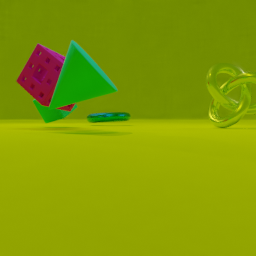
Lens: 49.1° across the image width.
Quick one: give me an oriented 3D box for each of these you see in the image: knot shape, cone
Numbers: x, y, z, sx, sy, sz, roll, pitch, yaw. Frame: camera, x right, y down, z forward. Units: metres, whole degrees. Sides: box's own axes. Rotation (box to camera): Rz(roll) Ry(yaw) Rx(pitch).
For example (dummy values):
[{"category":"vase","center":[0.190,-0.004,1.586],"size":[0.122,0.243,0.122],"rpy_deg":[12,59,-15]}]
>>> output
[{"category":"knot shape","center":[2.925,-0.884,7.314],"size":[1.681,1.796,0.830],"rpy_deg":[1,-2,25]},{"category":"cone","center":[-1.026,-0.728,5.119],"size":[1.196,1.191,1.191],"rpy_deg":[-41,-4,7]}]

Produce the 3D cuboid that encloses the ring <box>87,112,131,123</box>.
[{"category":"ring","center":[-0.736,-0.396,10.726],"size":[1.689,0.338,1.689],"rpy_deg":[-3,1,0]}]

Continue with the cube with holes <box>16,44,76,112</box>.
[{"category":"cube with holes","center":[-1.751,-1.166,6.708],"size":[1.033,1.033,1.033],"rpy_deg":[39,12,23]}]

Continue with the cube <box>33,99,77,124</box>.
[{"category":"cube","center":[-2.145,-0.711,8.312],"size":[0.783,0.783,0.783],"rpy_deg":[-13,23,31]}]
